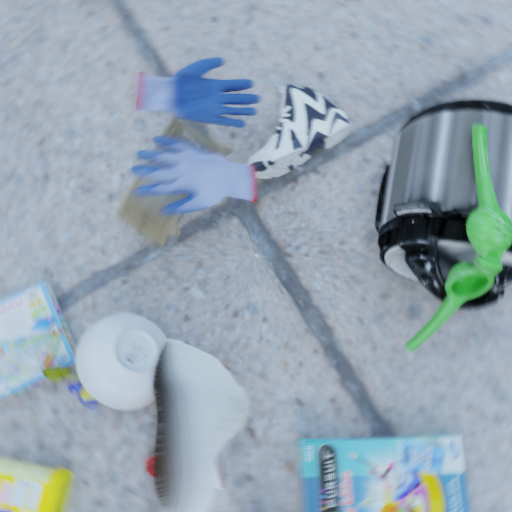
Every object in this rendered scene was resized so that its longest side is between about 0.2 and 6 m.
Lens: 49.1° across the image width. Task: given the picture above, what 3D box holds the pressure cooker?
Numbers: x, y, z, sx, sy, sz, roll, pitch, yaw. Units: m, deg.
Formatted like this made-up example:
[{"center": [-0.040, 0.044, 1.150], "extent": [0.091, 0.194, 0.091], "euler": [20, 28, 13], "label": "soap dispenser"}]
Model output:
[{"center": [3.567, -0.711, 9.746], "extent": [2.827, 2.872, 3.215], "euler": [12, 74, 2], "label": "pressure cooker"}]

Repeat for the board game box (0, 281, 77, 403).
[{"center": [-4.735, 1.779, 10.348], "extent": [2.517, 0.431, 1.692], "euler": [-25, 77, -6], "label": "board game box"}]

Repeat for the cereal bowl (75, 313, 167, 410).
[{"center": [-2.207, 1.763, 9.797], "extent": [1.720, 0.716, 1.720], "euler": [18, 54, -27], "label": "cereal bowl"}]

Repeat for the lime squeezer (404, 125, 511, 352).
[{"center": [3.097, -0.026, 8.459], "extent": [0.718, 1.344, 3.807], "euler": [3, 107, -33], "label": "lime squeezer"}]

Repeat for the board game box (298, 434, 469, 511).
[{"center": [2.163, 4.193, 9.586], "extent": [2.755, 0.647, 2.080], "euler": [-2, 75, -1], "label": "board game box"}]

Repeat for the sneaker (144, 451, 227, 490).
[{"center": [-1.434, 3.050, 9.780], "extent": [1.344, 0.911, 2.326], "euler": [-17, 70, -2], "label": "sneaker"}]

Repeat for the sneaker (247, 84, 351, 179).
[{"center": [0.572, -2.634, 11.290], "extent": [2.350, 0.938, 1.529], "euler": [-31, 76, -8], "label": "sneaker"}]

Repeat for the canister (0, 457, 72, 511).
[{"center": [-4.067, 4.108, 9.618], "extent": [1.490, 0.645, 1.107], "euler": [11, 75, 4], "label": "canister"}]

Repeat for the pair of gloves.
[{"center": [-0.949, -1.969, 9.093], "extent": [2.112, 0.299, 2.627], "euler": [1, 86, -20], "label": "pair of gloves"}]

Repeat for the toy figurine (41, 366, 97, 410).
[{"center": [-3.036, 2.376, 9.969], "extent": [1.453, 0.766, 0.870], "euler": [-2, 102, -26], "label": "toy figurine"}]

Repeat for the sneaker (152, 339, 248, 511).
[{"center": [-0.628, 2.274, 7.766], "extent": [1.427, 3.370, 1.227], "euler": [20, 108, -17], "label": "sneaker"}]

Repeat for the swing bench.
[{"center": [-1.617, -1.329, 10.353], "extent": [1.215, 1.873, 1.863], "euler": [32, 77, -13], "label": "swing bench"}]
